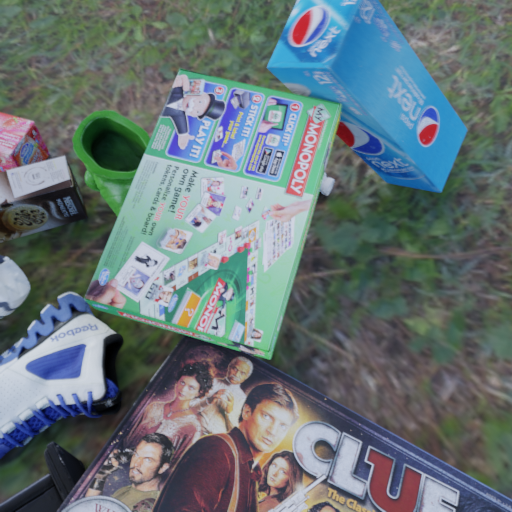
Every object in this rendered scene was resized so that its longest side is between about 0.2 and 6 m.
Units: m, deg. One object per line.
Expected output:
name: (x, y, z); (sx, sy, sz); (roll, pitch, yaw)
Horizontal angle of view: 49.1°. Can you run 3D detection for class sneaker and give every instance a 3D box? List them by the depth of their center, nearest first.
sneaker: (-2.526, 1.722, 6.963); (1.457, 1.020, 2.524); (26, 61, 17)
sneaker: (-4.288, 0.090, 7.567); (1.474, 0.904, 2.265); (-36, 100, 18)

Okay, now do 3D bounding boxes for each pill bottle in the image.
pill bottle: (0.901, -1.248, 9.113); (0.696, 0.387, 0.387); (25, 62, 14)

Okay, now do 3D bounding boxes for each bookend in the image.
bookend: (-2.509, 3.690, 5.734); (2.386, 1.106, 2.401); (-29, 63, -16)

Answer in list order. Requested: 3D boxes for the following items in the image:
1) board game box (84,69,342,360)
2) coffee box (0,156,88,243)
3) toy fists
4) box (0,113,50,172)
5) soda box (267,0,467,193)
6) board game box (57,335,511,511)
board game box: (-0.416, -0.622, 6.728); (2.172, 0.470, 3.228); (15, 71, 7)
coffee box: (-3.519, -0.830, 8.555); (1.602, 0.905, 0.639); (-17, 62, -9)
toy fists: (-1.234, -0.610, 7.964); (3.313, 1.689, 1.139); (36, 78, 16)
box: (-4.400, -1.861, 9.225); (1.639, 0.817, 0.783); (16, 60, 10)
soda box: (1.698, -2.150, 7.830); (1.077, 3.356, 1.138); (19, 83, 45)
board game box: (0.486, 2.943, 5.602); (4.473, 0.774, 3.030); (27, 47, 7)
